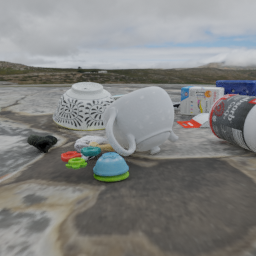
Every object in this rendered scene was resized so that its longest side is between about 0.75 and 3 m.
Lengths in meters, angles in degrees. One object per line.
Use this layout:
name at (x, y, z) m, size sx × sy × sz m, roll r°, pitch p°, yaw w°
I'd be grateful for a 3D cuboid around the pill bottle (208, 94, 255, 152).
pill bottle at (3.442, -0.117, 7.585) m, size 1.453 × 1.453 × 2.509 m, roll -3°, pitch 12°, yaw -17°

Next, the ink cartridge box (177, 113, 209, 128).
ink cartridge box at (2.977, -0.319, 11.376) m, size 1.700 × 0.485 × 1.382 m, roll 3°, pitch 11°, yaw -5°

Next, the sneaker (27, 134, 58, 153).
sneaker at (-2.210, 0.446, 7.695) m, size 0.589 × 0.393 × 1.029 m, roll 31°, pitch 6°, yaw 23°

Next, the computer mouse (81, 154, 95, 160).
computer mouse at (-1.101, 0.696, 6.879) m, size 0.425 × 0.170 × 0.776 m, roll 5°, pitch 12°, yaw 27°

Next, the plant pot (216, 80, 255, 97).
plant pot at (5.672, -1.637, 14.633) m, size 1.866 × 1.678 × 1.866 m, roll 8°, pitch 14°, yaw 33°

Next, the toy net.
toy net at (-0.901, 0.649, 6.506) m, size 1.316 × 0.484 × 2.508 m, roll -6°, pitch 11°, yaw -17°

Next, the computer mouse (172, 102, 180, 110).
computer mouse at (2.180, -1.063, 15.092) m, size 1.064 × 0.426 × 1.940 m, roll 5°, pitch 17°, yaw 45°

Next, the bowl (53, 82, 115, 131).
bowl at (-1.625, -1.047, 11.209) m, size 2.779 × 1.304 × 2.779 m, roll 2°, pitch 25°, yaw -1°

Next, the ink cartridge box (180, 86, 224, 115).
ink cartridge box at (3.722, -1.348, 13.982) m, size 1.854 × 1.365 × 1.341 m, roll 6°, pitch 13°, yaw 27°

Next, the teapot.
teapot at (0.390, -0.027, 7.379) m, size 2.074 × 1.515 × 2.047 m, roll -21°, pitch -13°, yaw -8°

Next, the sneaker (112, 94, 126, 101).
sneaker at (0.016, -1.468, 15.453) m, size 2.776 × 1.026 × 1.137 m, roll 4°, pitch 17°, yaw 16°
